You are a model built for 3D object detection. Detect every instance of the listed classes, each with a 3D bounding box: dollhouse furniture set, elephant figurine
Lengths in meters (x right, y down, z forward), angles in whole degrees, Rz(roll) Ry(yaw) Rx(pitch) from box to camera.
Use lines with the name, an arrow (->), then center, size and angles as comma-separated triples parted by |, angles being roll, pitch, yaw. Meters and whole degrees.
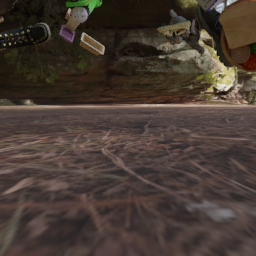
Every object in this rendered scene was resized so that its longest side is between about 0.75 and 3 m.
dollhouse furniture set -> -1.402, -3.801, 10.512 | 1.791, 1.419, 1.271 | 28, -43, -28
elephant figurine -> 1.983, -3.130, 9.262 | 1.368, 1.061, 0.968 | -7, 43, -32

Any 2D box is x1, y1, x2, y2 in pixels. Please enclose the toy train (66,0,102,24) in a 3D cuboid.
toy train -> -0.789, -2.794, 5.705 | 0.535, 0.722, 2.562 | 1, 37, 6

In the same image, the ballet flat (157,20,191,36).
ballet flat -> 1.122, -2.422, 6.923 | 0.885, 0.307, 0.307 | -2, 4, 36

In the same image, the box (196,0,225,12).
box -> 2.098, -3.282, 6.177 | 1.165, 0.611, 1.071 | -41, -1, -41

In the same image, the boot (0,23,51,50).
boot -> -3.325, -2.762, 8.614 | 1.695, 0.612, 1.280 | 4, 26, 36

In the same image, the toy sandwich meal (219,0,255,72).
toy sandwich meal -> 2.961, -2.185, 6.706 | 1.861, 1.861, 0.637 | 5, 27, 41

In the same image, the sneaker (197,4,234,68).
sneaker -> 3.017, -3.133, 8.773 | 0.880, 2.404, 0.985 | -16, -13, -48
